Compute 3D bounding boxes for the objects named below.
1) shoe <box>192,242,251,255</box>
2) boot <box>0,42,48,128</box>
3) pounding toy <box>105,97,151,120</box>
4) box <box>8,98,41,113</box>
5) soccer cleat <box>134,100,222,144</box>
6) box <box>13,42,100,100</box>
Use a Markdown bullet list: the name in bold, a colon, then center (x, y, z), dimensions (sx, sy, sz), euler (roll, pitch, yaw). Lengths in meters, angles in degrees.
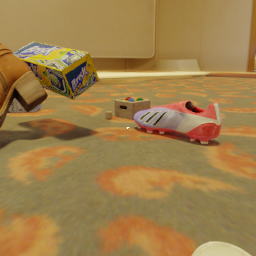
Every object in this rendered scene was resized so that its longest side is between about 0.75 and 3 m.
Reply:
- **shoe**: center (0.911, 1.437, 1.463), dimensions (0.981, 0.749, 2.807), euler (0, 14, -1)
- **boot**: center (-3.831, -1.044, 7.060), dimensions (2.975, 2.310, 1.141), euler (-41, -1, -31)
- **pounding toy**: center (-0.194, -0.776, 10.400), dimensions (1.570, 0.718, 1.379), euler (-13, 19, -43)
- **box**: center (-4.337, -1.046, 11.657), dimensions (1.193, 0.626, 1.098), euler (-1, 15, -5)
- **soccer cleat**: center (1.302, -0.334, 7.898), dimensions (0.937, 1.074, 2.809), euler (-13, 20, -42)
- **box**: center (-2.293, -1.803, 8.368), dimensions (2.977, 0.957, 1.043), euler (22, 53, 40)
